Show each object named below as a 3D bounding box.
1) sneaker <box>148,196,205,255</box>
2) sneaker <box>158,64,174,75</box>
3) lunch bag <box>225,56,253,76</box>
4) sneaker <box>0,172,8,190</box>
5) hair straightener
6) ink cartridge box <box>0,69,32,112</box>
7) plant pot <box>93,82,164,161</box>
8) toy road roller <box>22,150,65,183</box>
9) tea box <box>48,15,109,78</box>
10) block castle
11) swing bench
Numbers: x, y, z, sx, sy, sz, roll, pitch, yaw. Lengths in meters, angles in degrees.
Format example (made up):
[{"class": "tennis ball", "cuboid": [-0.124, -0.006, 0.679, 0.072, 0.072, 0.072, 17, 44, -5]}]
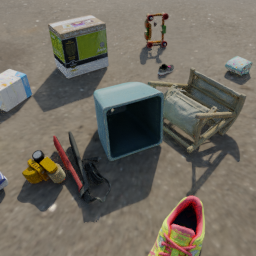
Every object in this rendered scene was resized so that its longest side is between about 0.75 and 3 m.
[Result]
[{"class": "sneaker", "cuboid": [0.943, 2.628, 5.887, 1.135, 1.311, 2.903, 16, 45, 15]}, {"class": "sneaker", "cuboid": [1.760, -2.760, 12.819, 0.970, 0.424, 0.358, -26, 47, -27]}, {"class": "lunch bag", "cuboid": [5.004, -2.801, 12.739, 0.997, 0.608, 0.849, -26, 47, -34]}, {"class": "sneaker", "cuboid": [-4.675, 0.810, 7.759, 2.727, 1.575, 1.102, 26, 45, 27]}, {"class": "hair straightener", "cuboid": [-1.263, 1.056, 8.260, 1.099, 0.584, 2.856, -20, 45, -22]}, {"class": "ink cartridge box", "cuboid": [-4.720, -1.435, 10.860, 0.989, 0.963, 1.539, 19, 44, 22]}, {"class": "plant pot", "cuboid": [-0.171, -0.473, 9.156, 1.939, 1.934, 1.975, -17, 36, -19]}, {"class": "toy road roller", "cuboid": [-2.445, 1.265, 7.985, 1.138, 0.699, 0.831, 29, 63, 30]}, {"class": "tea box", "cuboid": [-2.171, -3.692, 12.612, 2.135, 2.100, 1.426, -23, 45, -25]}, {"class": "block castle", "cuboid": [1.486, -5.065, 14.545, 1.137, 1.702, 0.798, -7, 35, -7]}, {"class": "swing bench", "cuboid": [2.228, -0.740, 9.693, 2.391, 1.551, 2.378, -21, 44, -30]}]
